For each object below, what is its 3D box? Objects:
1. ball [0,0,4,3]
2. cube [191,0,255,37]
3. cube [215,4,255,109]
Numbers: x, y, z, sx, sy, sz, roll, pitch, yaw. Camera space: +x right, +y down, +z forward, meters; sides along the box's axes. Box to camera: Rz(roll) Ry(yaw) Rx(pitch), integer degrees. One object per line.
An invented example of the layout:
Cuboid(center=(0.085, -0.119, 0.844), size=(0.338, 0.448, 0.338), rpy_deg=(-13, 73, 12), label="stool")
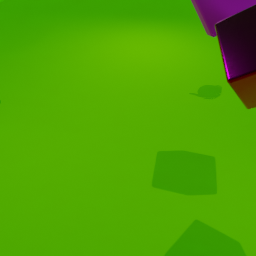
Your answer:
Cuboid(center=(-4.074, -4.151, 8.319), size=(0.900, 0.900, 0.900), rpy_deg=(0, 40, 0), label="ball")
Cuboid(center=(2.053, -2.753, 6.038), size=(1.109, 1.109, 1.109), rpy_deg=(-26, 14, 18), label="cube")
Cuboid(center=(2.120, -1.110, 4.260), size=(1.106, 1.106, 1.106), rpy_deg=(-18, 62, 31), label="cube")
